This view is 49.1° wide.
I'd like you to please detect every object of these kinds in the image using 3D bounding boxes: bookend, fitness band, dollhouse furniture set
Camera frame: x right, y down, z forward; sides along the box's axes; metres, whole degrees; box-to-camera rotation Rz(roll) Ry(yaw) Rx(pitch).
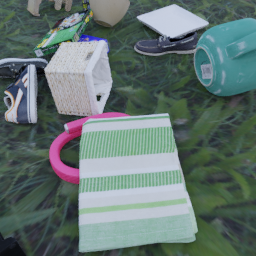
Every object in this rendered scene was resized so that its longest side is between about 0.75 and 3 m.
[{"bbox_3d":[-3.026,2.016,4.744,1.799,0.834,1.810,-33,54,-28],"label":"bookend"},{"bbox_3d":[-0.667,0.406,6.527,2.306,0.432,1.656,-17,50,-14],"label":"fitness band"},{"bbox_3d":[-3.295,-5.230,11.680,1.506,1.001,1.320,-11,44,-40],"label":"dollhouse furniture set"}]

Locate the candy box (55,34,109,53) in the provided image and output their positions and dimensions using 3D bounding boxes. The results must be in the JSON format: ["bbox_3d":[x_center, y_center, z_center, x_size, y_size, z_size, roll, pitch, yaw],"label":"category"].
[{"bbox_3d":[-1.486,-2.499,9.091,1.346,0.518,1.138,21,56,21],"label":"candy box"}]

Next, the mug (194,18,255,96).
[{"bbox_3d":[2.658,-1.938,7.409,1.432,2.316,1.903,-16,55,-6],"label":"mug"}]

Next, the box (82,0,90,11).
[{"bbox_3d":[-1.447,-5.274,11.379,0.849,1.060,0.235,3,47,3],"label":"box"}]

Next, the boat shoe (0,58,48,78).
[{"bbox_3d":[-3.252,-1.764,8.448,1.698,0.583,0.481,-11,46,-13],"label":"boat shoe"}]

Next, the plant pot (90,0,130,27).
[{"bbox_3d":[-0.785,-4.391,10.467,1.502,1.008,1.502,16,6,-2],"label":"plant pot"}]

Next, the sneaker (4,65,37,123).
[{"bbox_3d":[-2.873,-0.983,7.556,0.810,0.800,2.039,-4,49,-11],"label":"sneaker"}]

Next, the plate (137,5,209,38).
[{"bbox_3d":[1.681,-4.003,10.699,1.994,0.323,1.999,-27,52,-24],"label":"plate"}]

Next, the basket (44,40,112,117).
[{"bbox_3d":[-1.217,-1.292,7.409,1.230,1.530,1.516,3,47,11],"label":"basket"}]

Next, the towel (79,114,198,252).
[{"bbox_3d":[0.084,0.947,5.832,2.191,0.336,2.873,-3,56,-5],"label":"towel"}]

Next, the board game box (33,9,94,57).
[{"bbox_3d":[-2.064,-3.225,9.322,1.382,0.309,2.638,-9,39,17],"label":"board game box"}]

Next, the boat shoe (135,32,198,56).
[{"bbox_3d":[1.291,-2.929,9.454,2.147,0.673,0.780,-2,47,-1],"label":"boat shoe"}]
